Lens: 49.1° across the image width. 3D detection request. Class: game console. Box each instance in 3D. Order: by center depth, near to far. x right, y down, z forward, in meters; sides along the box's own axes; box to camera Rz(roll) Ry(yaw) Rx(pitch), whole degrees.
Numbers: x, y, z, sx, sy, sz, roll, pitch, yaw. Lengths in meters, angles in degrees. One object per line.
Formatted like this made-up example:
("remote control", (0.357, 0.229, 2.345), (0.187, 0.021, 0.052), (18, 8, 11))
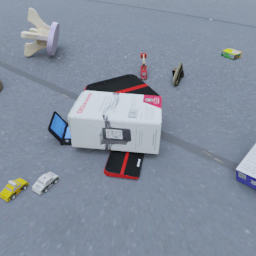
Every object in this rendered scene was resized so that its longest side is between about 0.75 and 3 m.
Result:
("game console", (-0.110, 1.060, 8.621), (1.092, 0.192, 1.235), (9, 38, 7))
("game console", (-2.092, -0.027, 9.638), (1.028, 0.680, 1.169), (-1, 37, -1))
("game console", (-0.293, -1.406, 11.813), (2.680, 0.416, 2.370), (-20, 46, -23))

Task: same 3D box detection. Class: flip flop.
("flip flop", (2.272, -2.530, 13.131), (0.495, 0.697, 1.719), (1, 39, 26))

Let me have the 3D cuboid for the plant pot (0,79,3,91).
("plant pot", (-6.504, -2.312, 11.951), (1.858, 1.612, 1.858), (0, 36, 0))

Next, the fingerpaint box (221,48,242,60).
("fingerpaint box", (5.699, -4.079, 15.409), (0.693, 0.305, 0.831), (-27, 45, -30))

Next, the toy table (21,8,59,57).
("toy table", (-4.645, -4.960, 15.040), (1.586, 2.490, 2.709), (10, 11, -10))

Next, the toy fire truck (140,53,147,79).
("toy fire truck", (0.755, -2.983, 13.444), (0.307, 0.889, 1.261), (0, 36, 1))

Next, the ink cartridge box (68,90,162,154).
("ink cartridge box", (-0.327, -0.265, 9.361), (2.834, 1.182, 2.058), (5, 31, 5))

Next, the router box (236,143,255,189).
("router box", (4.473, 1.081, 7.627), (2.216, 0.541, 1.989), (25, 58, 41))

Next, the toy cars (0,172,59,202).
("toy cars", (-2.733, 1.548, 7.785), (1.610, 0.357, 0.722), (-10, 38, -13))
